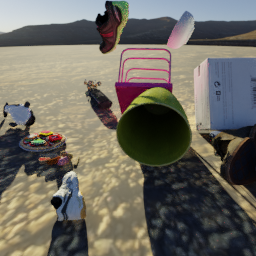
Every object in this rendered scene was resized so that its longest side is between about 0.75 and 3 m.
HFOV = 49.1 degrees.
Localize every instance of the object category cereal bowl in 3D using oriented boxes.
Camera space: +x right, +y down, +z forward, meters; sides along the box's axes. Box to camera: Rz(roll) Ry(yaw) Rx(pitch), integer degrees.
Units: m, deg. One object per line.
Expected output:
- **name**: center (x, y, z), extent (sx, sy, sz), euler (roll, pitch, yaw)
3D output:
- **cereal bowl**: center (1.904, -3.312, 9.688), extent (0.545, 1.308, 1.308), euler (31, 27, 7)

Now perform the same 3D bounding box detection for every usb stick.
- **usb stick**: center (-1.336, -1.397, 13.268), extent (0.681, 0.401, 2.457), euler (-13, 24, -14)

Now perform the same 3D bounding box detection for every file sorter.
- **file sorter**: center (0.638, -1.450, 9.883), extent (1.764, 1.592, 2.539), euler (3, -23, 7)

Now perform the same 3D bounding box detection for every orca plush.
- **orca plush**: center (-4.036, -0.388, 10.649), extent (2.060, 0.732, 1.084), euler (3, 63, 35)

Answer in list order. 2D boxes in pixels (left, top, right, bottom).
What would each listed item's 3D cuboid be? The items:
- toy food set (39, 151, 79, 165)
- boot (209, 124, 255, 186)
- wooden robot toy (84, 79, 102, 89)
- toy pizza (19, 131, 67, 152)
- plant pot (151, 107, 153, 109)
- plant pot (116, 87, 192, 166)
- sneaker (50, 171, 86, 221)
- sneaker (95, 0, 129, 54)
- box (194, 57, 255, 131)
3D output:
- **toy food set**: center (-1.945, 0.823, 7.705), extent (1.137, 0.179, 0.723), euler (0, 21, -1)
- **boot**: center (2.685, 0.675, 7.360), extent (1.447, 1.116, 2.986), euler (-7, 12, 42)
- **wooden robot toy**: center (-2.123, -2.422, 16.133), extent (1.191, 0.525, 0.541), euler (9, 58, 20)
- **toy pizza**: center (-2.683, 0.356, 8.858), extent (1.453, 0.230, 1.453), euler (0, 21, 0)
- **plant pot**: center (0.787, -0.162, 9.238), extent (0.838, 1.044, 1.044), euler (22, 27, 14)
- **plant pot**: center (0.790, -0.299, 7.767), extent (1.886, 1.886, 2.015), euler (3, 32, 9)
- **sneaker**: center (-1.300, 1.359, 5.795), extent (0.626, 0.540, 1.429), euler (-8, 21, -18)
- **sneaker**: center (-0.677, -3.502, 9.666), extent (0.984, 2.350, 0.902), euler (11, 61, -14)
- **box**: center (3.502, -1.040, 9.226), extent (2.278, 2.266, 1.489), euler (-2, -3, -3)
